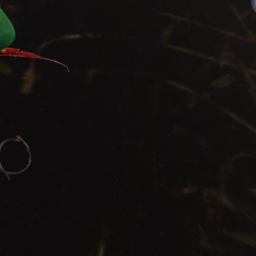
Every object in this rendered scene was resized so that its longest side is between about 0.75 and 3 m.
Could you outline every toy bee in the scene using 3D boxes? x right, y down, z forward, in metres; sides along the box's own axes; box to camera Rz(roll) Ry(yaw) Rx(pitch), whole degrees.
[{"bbox_3d":[-3.106,0.134,4.319,2.641,1.436,1.729,51,58,-18],"label":"toy bee"}]

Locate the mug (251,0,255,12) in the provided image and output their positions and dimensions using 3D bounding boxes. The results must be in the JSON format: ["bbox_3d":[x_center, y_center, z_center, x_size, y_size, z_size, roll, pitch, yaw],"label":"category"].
[{"bbox_3d":[3.634,-3.405,7.084,1.099,0.925,1.253,43,85,-16],"label":"mug"}]

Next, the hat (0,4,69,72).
[{"bbox_3d":[-2.217,-1.466,4.882,1.658,1.561,1.884,38,58,5],"label":"hat"}]
